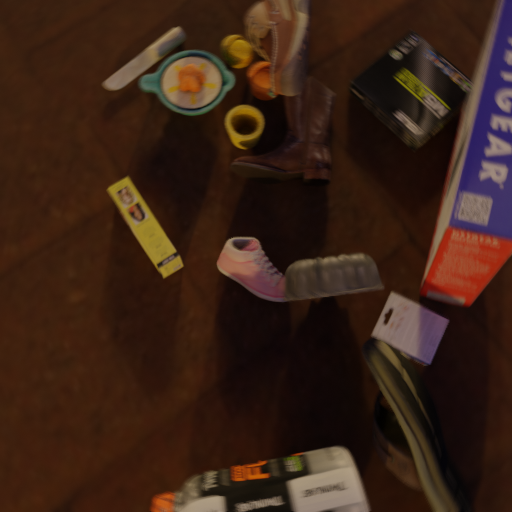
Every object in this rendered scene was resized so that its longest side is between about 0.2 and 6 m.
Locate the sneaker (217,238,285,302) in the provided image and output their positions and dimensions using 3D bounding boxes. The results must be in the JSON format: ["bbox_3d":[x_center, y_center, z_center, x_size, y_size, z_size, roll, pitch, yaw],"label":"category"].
[{"bbox_3d":[0.043,0.189,9.263,1.421,0.743,0.535,28,42,10],"label":"sneaker"}]

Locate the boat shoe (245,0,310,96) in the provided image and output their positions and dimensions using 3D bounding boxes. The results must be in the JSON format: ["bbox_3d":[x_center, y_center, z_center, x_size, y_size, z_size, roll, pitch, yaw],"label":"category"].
[{"bbox_3d":[0.382,-3.965,10.072,1.125,1.187,3.134,3,49,5],"label":"boat shoe"}]

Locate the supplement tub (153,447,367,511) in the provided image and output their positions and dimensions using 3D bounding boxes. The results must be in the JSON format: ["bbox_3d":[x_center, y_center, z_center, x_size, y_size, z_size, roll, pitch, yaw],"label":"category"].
[{"bbox_3d":[0.080,3.778,7.792,2.799,1.715,1.715,-10,74,-4],"label":"supplement tub"}]

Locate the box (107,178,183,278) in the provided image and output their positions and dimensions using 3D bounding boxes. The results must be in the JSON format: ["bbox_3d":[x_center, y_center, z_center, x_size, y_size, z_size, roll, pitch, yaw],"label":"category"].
[{"bbox_3d":[-1.890,-0.475,9.575,0.429,0.644,1.711,-33,76,-10],"label":"box"}]

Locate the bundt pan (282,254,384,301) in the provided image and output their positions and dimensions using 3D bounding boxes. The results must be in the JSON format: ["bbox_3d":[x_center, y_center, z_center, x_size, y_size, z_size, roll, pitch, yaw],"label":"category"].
[{"bbox_3d":[1.167,0.322,8.799,1.614,1.614,0.606,-7,85,-2],"label":"bundt pan"}]

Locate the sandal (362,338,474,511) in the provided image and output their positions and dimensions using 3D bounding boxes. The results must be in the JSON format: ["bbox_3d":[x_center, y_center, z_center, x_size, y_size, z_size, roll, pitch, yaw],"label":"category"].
[{"bbox_3d":[2.278,2.886,8.328,0.980,1.363,3.433,-25,79,24],"label":"sandal"}]

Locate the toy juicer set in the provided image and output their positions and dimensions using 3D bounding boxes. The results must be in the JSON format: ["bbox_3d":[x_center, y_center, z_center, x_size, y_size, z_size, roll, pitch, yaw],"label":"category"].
[{"bbox_3d":[-1.014,-3.437,10.288,3.181,0.866,2.024,26,76,8],"label":"toy juicer set"}]

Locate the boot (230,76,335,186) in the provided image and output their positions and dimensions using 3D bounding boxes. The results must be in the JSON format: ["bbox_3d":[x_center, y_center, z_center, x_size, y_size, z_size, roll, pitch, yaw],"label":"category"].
[{"bbox_3d":[0.507,-2.308,10.074,1.864,0.642,2.000,6,77,-12],"label":"boot"}]

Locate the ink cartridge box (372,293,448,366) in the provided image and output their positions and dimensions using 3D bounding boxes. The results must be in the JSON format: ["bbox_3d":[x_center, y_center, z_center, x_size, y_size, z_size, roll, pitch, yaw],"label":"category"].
[{"bbox_3d":[2.535,1.219,9.296,1.042,0.261,0.845,26,75,10],"label":"ink cartridge box"}]

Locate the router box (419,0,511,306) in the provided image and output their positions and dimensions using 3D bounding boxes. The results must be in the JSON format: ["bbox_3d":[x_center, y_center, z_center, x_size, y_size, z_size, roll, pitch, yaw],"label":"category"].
[{"bbox_3d":[3.435,-1.345,8.445,0.863,3.172,3.535,14,74,14],"label":"router box"}]

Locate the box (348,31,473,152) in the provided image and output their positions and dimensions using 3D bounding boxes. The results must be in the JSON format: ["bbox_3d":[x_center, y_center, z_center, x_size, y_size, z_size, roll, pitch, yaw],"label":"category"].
[{"bbox_3d":[2.914,-3.093,10.424,1.687,0.415,1.747,-40,78,-13],"label":"box"}]
